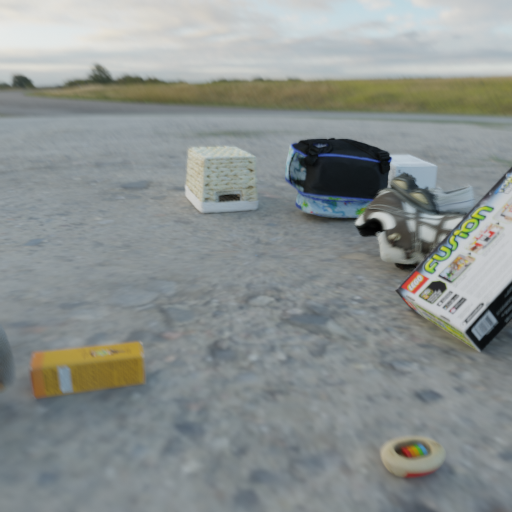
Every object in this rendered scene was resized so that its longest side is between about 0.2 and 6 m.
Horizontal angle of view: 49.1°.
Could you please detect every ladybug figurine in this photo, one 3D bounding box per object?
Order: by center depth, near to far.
[{"bbox_3d":[1.356,1.746,4.829,0.589,0.212,0.400,-5,19,-14],"label":"ladybug figurine"}]

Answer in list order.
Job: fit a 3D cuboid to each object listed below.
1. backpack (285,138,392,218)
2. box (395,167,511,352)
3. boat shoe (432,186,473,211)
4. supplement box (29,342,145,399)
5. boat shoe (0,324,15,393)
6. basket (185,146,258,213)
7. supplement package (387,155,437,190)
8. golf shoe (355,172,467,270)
[{"bbox_3d":[1.786,-1.887,13.382,2.208,1.773,2.413,1,21,-14],"label":"backpack"},{"bbox_3d":[3.288,-0.138,7.441,2.715,0.471,1.494,-46,26,-2],"label":"box"},{"bbox_3d":[4.382,-1.387,13.545,1.697,0.558,0.611,-5,15,7],"label":"boat shoe"},{"bbox_3d":[-1.823,1.235,6.130,1.180,0.406,0.393,-6,20,-13],"label":"supplement box"},{"bbox_3d":[-3.785,1.007,5.759,3.248,1.230,1.166,0,19,32],"label":"boat shoe"},{"bbox_3d":[-0.952,-2.042,14.559,1.529,1.391,2.255,-5,18,-17],"label":"basket"},{"bbox_3d":[3.883,-2.018,14.959,1.128,1.086,1.984,-1,18,-4],"label":"supplement package"},{"bbox_3d":[2.972,-0.121,9.473,1.505,1.238,3.185,-37,40,-5],"label":"golf shoe"}]
